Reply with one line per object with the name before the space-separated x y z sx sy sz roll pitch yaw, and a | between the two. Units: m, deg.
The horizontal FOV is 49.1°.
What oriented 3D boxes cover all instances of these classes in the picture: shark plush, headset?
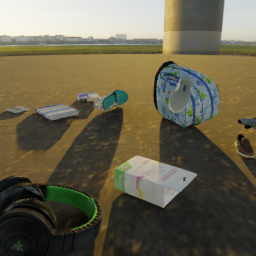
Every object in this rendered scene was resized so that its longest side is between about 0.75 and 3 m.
shark plush | 4.884 -0.410 10.083 2.409 1.003 1.095 -3 19 -10
headset | -1.763 1.285 4.560 2.838 1.333 1.753 2 14 -31

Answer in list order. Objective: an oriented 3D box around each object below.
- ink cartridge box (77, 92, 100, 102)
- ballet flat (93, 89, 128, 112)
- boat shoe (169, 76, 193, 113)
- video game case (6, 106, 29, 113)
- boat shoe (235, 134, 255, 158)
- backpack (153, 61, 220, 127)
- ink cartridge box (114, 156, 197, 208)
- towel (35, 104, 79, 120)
ink cartridge box | -2.128 -1.657 14.997 1.100 0.262 1.113 -6 18 -13
ballet flat | -0.831 -1.347 13.212 0.742 0.878 2.321 0 14 30
boat shoe | 1.403 -0.806 7.481 0.484 0.494 1.387 22 51 8
video game case | -5.092 -0.861 12.871 0.775 0.086 0.706 14 23 33
boat shoe | 3.424 0.497 8.286 0.437 0.438 1.183 1 19 3
backpack | 2.184 -1.177 10.863 2.204 2.339 2.867 -24 36 -37
ink cartridge box | 0.593 1.171 6.129 1.593 0.536 0.933 13 23 34
towel | -3.141 -0.720 12.262 1.377 0.223 1.875 -15 22 -33
